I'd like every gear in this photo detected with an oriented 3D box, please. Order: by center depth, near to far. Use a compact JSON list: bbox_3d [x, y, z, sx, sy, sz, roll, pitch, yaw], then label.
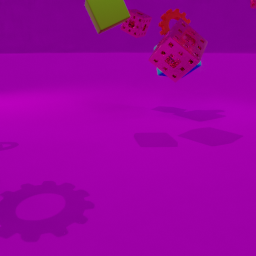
[{"bbox_3d":[1.834,-3.913,10.849,1.329,1.329,0.246,-7,2,-21],"label":"gear"}]

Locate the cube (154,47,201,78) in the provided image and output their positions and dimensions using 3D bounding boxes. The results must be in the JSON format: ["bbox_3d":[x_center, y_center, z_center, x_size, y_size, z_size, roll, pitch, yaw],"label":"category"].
[{"bbox_3d":[1.794,-2.624,10.277,1.157,1.157,1.157,0,-15,-28],"label":"cube"}]

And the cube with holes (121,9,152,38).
[{"bbox_3d":[0.333,-4.196,11.224,0.799,0.799,0.799,32,34,13],"label":"cube with holes"}]

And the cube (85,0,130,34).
[{"bbox_3d":[-0.590,-3.264,7.781,0.903,0.903,0.903,-27,16,-3],"label":"cube"}]

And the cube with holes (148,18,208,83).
[{"bbox_3d":[1.430,-2.198,8.005,1.046,1.046,1.046,-39,17,51],"label":"cube with holes"}]

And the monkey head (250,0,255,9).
[{"bbox_3d":[3.544,-3.843,7.339,1.919,1.381,1.156,2,14,39],"label":"monkey head"}]
